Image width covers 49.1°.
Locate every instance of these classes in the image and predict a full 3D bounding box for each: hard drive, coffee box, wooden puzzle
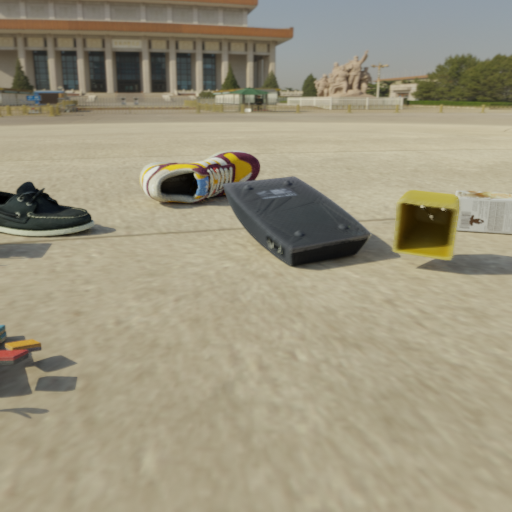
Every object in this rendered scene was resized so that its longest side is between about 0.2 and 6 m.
[{"bbox_3d":[0.611,-0.662,9.780,1.725,0.541,2.558,-10,33,-25],"label":"hard drive"},{"bbox_3d":[4.837,-0.854,11.041,1.725,0.688,0.987,5,17,15],"label":"coffee box"},{"bbox_3d":[-3.317,0.916,5.459,2.365,0.166,1.402,-3,4,-12],"label":"wooden puzzle"}]

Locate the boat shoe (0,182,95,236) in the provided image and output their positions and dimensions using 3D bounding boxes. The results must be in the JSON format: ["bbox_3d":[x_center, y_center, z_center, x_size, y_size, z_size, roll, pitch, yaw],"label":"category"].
[{"bbox_3d":[-4.581,-0.989,11.004,2.908,0.964,1.087,5,17,18],"label":"boat shoe"}]

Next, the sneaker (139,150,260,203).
[{"bbox_3d":[-1.202,-1.843,13.831,3.158,1.183,1.423,-14,25,-20],"label":"sneaker"}]

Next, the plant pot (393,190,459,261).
[{"bbox_3d":[2.638,-0.565,8.560,0.873,0.878,0.899,9,30,21],"label":"plant pot"}]
